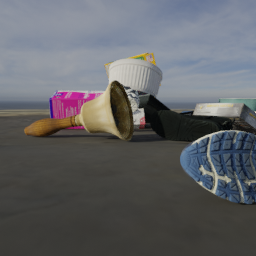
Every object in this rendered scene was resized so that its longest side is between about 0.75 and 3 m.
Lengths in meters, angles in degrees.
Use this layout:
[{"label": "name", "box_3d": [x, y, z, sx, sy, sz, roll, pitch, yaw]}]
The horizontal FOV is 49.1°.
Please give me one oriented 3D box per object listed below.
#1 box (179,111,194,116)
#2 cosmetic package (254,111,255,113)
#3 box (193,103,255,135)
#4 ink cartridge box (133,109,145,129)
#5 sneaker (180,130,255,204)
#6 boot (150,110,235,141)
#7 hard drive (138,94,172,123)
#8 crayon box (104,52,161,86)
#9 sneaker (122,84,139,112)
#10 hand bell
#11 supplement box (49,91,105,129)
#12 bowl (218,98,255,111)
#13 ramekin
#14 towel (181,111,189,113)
[{"label": "box", "box_3d": [3.085, -0.588, 13.596, 1.041, 0.448, 0.852, -9, 0, 33]}, {"label": "cosmetic package", "box_3d": [5.843, -0.425, 11.971, 0.808, 0.546, 1.537, -2, 5, -26]}, {"label": "box", "box_3d": [2.908, -0.262, 8.015, 1.304, 0.398, 1.646, 28, -11, -30]}, {"label": "ink cartridge box", "box_3d": [0.128, -0.332, 9.916, 0.890, 0.648, 0.377, -2, -25, -6]}, {"label": "sneaker", "box_3d": [1.217, 0.397, 2.849, 1.658, 0.639, 0.706, 6, -7, -19]}, {"label": "boot", "box_3d": [1.693, -0.075, 7.094, 1.878, 0.695, 1.539, 11, 12, 30]}, {"label": "hard drive", "box_3d": [0.454, -0.650, 10.771, 2.314, 0.380, 1.615, -2, -26, 46]}, {"label": "crayon box", "box_3d": [0.274, -2.442, 12.640, 2.382, 1.498, 0.614, -8, 18, 25]}, {"label": "sneaker", "box_3d": [-0.439, -0.848, 8.651, 1.706, 0.681, 1.110, -15, 28, 19]}, {"label": "hand bell", "box_3d": [-1.410, -0.141, 7.078, 2.808, 1.462, 1.462, -12, 1, 18]}, {"label": "supplement box", "box_3d": [-1.534, -0.654, 9.965, 2.243, 1.159, 1.135, 1, 21, -3]}, {"label": "bowl", "box_3d": [5.673, -0.912, 14.087, 2.221, 1.161, 2.221, 0, 5, 0]}, {"label": "ramekin", "box_3d": [0.244, -1.687, 10.832, 2.104, 1.104, 2.104, 8, -14, 2]}, {"label": "towel", "box_3d": [4.013, -0.726, 16.079, 1.066, 0.464, 1.910, -3, 7, -31]}]
